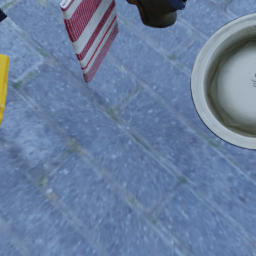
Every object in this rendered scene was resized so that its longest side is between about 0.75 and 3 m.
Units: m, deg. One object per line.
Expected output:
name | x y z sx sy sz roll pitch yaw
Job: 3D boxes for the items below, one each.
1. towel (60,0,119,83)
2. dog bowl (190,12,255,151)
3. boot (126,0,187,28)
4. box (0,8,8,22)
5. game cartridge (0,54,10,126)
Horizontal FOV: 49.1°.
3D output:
towel | -0.724 -2.193 5.815 0.262 2.302 1.658 21 70 11
dog bowl | 2.485 -0.820 5.312 2.465 0.909 2.465 0 89 21
boot | 0.871 -2.612 5.929 1.194 2.464 0.921 22 100 27
box | -3.842 -2.929 6.842 1.142 0.710 1.152 -39 94 -1
game cartridge | -2.453 -0.237 5.043 0.294 1.598 1.813 11 35 -30
